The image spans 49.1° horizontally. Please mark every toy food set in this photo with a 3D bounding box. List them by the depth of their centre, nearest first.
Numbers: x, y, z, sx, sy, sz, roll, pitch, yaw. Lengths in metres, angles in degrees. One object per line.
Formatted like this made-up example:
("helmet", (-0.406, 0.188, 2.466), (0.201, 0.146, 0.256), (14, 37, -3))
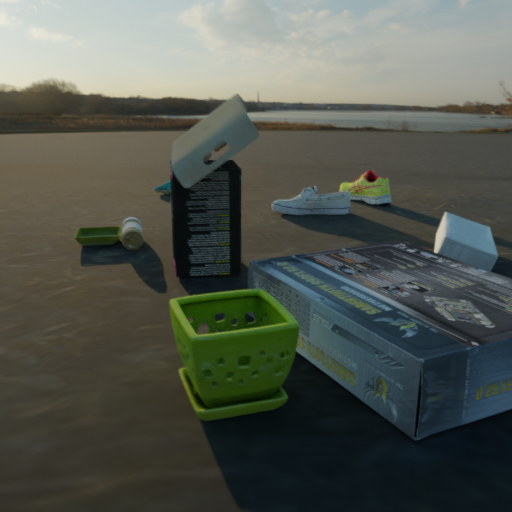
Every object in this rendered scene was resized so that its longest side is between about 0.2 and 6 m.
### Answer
("toy food set", (-0.622, -1.804, 8.848), (1.361, 0.573, 1.897), (-34, 26, 10))

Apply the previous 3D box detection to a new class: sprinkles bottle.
("sprinkles bottle", (-2.457, -0.452, 11.094), (0.407, 0.407, 1.192), (-4, 16, -12))

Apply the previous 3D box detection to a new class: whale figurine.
("whale figurine", (-2.600, -2.064, 16.711), (0.852, 0.442, 0.678), (0, 16, 0))

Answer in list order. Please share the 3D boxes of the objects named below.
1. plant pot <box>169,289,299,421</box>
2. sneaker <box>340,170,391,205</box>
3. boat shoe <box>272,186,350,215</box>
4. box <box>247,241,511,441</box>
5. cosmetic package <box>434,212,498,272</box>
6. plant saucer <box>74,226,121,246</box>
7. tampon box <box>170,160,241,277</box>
("plant pot", (-0.234, 0.934, 5.292), (1.009, 0.920, 1.014), (-5, 16, -18))
("sneaker", (3.050, -1.956, 15.543), (0.762, 0.880, 1.950), (-11, 18, -30))
("boat shoe", (1.369, -1.401, 13.929), (1.960, 0.684, 0.695), (1, 16, 3))
("box", (1.727, 0.668, 6.448), (2.557, 0.780, 3.228), (-8, 18, -27))
("cosmetic package", (3.577, -0.200, 9.692), (0.871, 0.534, 2.110), (24, 22, 12))
("plant saucer", (-3.153, -0.385, 11.234), (0.871, 0.209, 0.872), (-3, 16, -11))
("tampon box", (-0.860, -0.665, 9.366), (1.104, 1.749, 1.311), (-2, 16, -9))
